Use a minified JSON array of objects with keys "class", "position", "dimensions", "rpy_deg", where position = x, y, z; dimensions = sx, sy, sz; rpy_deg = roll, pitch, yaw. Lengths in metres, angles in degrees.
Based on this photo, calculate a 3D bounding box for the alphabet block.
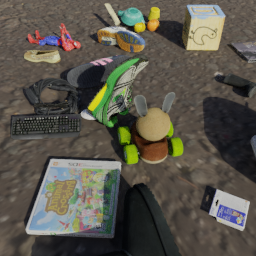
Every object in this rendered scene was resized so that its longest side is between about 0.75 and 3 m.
[{"class":"alphabet block","position":[3.294,-4.473,12.465],"dimensions":[1.488,1.524,1.496],"rpy_deg":[1,40,3]}]

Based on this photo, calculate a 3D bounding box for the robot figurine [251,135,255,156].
[{"class":"robot figurine","position":[4.304,0.465,6.573],"dimensions":[2.536,1.689,2.991],"rpy_deg":[-3,40,17]}]

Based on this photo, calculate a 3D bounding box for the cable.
[{"class":"cable","position":[-2.334,-0.933,9.202],"dimensions":[1.591,0.495,1.950],"rpy_deg":[-21,53,-35]}]

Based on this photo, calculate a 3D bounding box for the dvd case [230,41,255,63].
[{"class":"dvd case","position":[5.891,-3.415,12.267],"dimensions":[2.245,0.179,1.669],"rpy_deg":[-7,41,-8]}]

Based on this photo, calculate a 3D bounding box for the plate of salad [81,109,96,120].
[{"class":"plate of salad","position":[-1.087,-0.419,8.778],"dimensions":[0.777,0.187,0.777],"rpy_deg":[2,30,-1]}]

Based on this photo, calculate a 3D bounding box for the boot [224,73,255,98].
[{"class":"boot","position":[3.939,-1.536,9.907],"dimensions":[1.149,0.377,0.947],"rpy_deg":[31,38,25]}]

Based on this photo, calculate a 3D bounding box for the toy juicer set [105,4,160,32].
[{"class":"toy juicer set","position":[0.224,-5.436,14.278],"dimensions":[2.916,0.794,1.855],"rpy_deg":[3,56,-6]}]

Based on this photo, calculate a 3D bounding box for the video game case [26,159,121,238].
[{"class":"video game case","position":[-1.143,1.527,6.479],"dimensions":[1.828,0.222,2.008],"rpy_deg":[2,41,3]}]

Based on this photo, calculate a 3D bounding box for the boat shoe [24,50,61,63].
[{"class":"boat shoe","position":[-3.568,-3.044,11.592],"dimensions":[1.559,0.489,0.572],"rpy_deg":[5,41,6]}]

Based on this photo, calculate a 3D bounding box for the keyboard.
[{"class":"keyboard","position":[-2.388,-0.281,8.292],"dimensions":[2.016,0.208,1.281],"rpy_deg":[-3,62,-4]}]

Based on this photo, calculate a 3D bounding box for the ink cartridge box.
[{"class":"ink cartridge box","position":[2.240,1.802,6.211],"dimensions":[0.753,0.177,0.744],"rpy_deg":[17,45,21]}]

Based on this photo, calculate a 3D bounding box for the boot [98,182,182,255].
[{"class":"boot","position":[-0.282,2.369,4.985],"dimensions":[2.273,1.027,2.774],"rpy_deg":[-16,42,-10]}]

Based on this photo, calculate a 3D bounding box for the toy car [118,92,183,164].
[{"class":"toy car","position":[0.587,-0.145,7.173],"dimensions":[1.512,1.841,1.453],"rpy_deg":[-9,42,-11]}]

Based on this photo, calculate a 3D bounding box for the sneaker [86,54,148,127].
[{"class":"sneaker","position":[-0.138,-1.030,7.819],"dimensions":[1.032,2.422,0.945],"rpy_deg":[42,34,5]}]

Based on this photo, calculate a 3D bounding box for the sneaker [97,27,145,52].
[{"class":"sneaker","position":[-0.178,-4.127,12.534],"dimensions":[2.435,0.916,1.073],"rpy_deg":[24,46,24]}]

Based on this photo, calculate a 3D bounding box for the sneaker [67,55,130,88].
[{"class":"sneaker","position":[-1.082,-2.103,10.424],"dimensions":[2.498,0.876,1.025],"rpy_deg":[-17,21,-17]}]

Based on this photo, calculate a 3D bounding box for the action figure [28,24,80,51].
[{"class":"action figure","position":[-3.240,-4.154,12.379],"dimensions":[2.555,1.265,0.834],"rpy_deg":[18,44,16]}]
